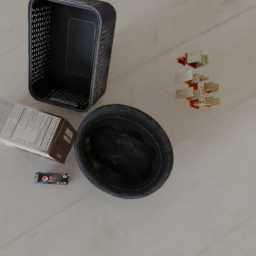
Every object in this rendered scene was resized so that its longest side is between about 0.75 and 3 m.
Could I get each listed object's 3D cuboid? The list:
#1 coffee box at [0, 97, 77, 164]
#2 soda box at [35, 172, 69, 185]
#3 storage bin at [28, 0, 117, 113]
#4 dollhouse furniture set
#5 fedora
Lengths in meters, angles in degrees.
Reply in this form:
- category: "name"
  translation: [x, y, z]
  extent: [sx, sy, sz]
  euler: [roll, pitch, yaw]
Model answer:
- category: "coffee box"
  translation: [-2.970, 0.008, 7.771]
  extent: [2.707, 1.530, 1.081]
  euler: [18, 75, 6]
- category: "soda box"
  translation: [-2.123, 1.413, 7.861]
  extent: [0.902, 0.319, 0.286]
  euler: [4, 89, 0]
- category: "storage bin"
  translation: [-1.576, -2.094, 7.841]
  extent: [1.937, 2.865, 1.343]
  euler: [16, 30, 8]
- category: "dollhouse furniture set"
  translation: [1.925, -1.366, 8.250]
  extent: [0.836, 1.622, 1.605]
  euler: [-8, 78, 41]
- category: "fedora"
  translation: [-0.065, 0.549, 7.545]
  extent: [2.642, 1.207, 2.642]
  euler: [2, 101, 10]
